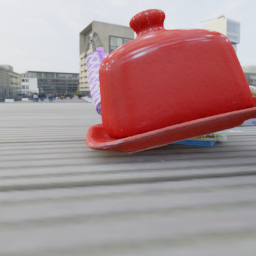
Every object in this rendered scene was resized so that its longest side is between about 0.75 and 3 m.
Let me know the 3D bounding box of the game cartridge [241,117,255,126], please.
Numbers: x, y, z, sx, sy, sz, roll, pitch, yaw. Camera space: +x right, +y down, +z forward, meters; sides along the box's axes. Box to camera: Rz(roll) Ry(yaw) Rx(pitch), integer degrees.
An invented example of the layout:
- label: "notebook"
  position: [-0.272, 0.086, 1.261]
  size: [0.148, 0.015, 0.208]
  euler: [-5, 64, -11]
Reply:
- label: "game cartridge"
  position: [3.087, -0.280, 8.975]
  size: [2.203, 0.423, 1.428]
  euler: [-3, 2, -24]

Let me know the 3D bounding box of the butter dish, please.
- label: "butter dish"
  position: [0.547, -0.962, 4.986]
  size: [2.965, 2.198, 2.973]
  euler: [-13, 7, -5]

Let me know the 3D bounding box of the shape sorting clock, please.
- label: "shape sorting clock"
  position: [1.239, 0.143, 5.463]
  size: [1.306, 0.256, 1.306]
  euler: [0, 6, 0]

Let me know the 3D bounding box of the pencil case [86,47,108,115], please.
- label: "pencil case"
  position: [-0.715, -1.346, 8.332]
  size: [0.905, 2.156, 0.921]
  euler: [-11, -35, -11]

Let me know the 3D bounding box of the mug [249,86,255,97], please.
- label: "mug"
  position: [5.212, -0.852, 11.756]
  size: [1.334, 1.665, 1.367]
  euler: [-34, -22, 29]
